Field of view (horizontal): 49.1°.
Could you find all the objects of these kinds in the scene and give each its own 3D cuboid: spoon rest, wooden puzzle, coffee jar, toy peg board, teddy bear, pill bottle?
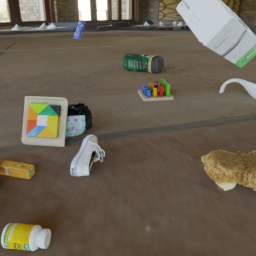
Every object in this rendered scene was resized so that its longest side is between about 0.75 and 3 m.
[{"bbox_3d":[5.789,-1.903,13.489,2.549,0.773,1.266,12,27,28],"label":"spoon rest"},{"bbox_3d":[-2.633,-0.209,8.778,1.427,1.542,0.287,3,2,7],"label":"wooden puzzle"},{"bbox_3d":[1.016,-4.214,18.237,2.517,1.074,1.312,12,26,26],"label":"coffee jar"},{"bbox_3d":[1.319,-1.878,13.500,1.432,0.703,1.438,-4,24,-9],"label":"toy peg board"},{"bbox_3d":[3.101,1.140,6.843,2.617,0.874,1.897,-3,31,-26],"label":"teddy bear"},{"bbox_3d":[-1.855,2.006,5.154,0.791,0.446,0.446,3,24,5],"label":"pill bottle"}]

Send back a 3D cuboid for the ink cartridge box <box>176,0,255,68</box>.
[{"bbox_3d":[2.979,-3.199,8.942,2.555,1.074,1.865,8,48,-46],"label":"ink cartridge box"}]

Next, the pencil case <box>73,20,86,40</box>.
[{"bbox_3d":[-1.994,-4.022,11.533,0.311,0.797,0.346,10,31,-31],"label":"pencil case"}]

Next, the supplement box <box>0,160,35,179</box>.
[{"bbox_3d":[-2.937,1.092,7.368,0.920,0.317,0.306,5,25,15],"label":"supplement box"}]

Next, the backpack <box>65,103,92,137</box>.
[{"bbox_3d":[-2.085,-0.254,9.491,1.622,1.026,1.353,-7,12,-15],"label":"backpack"}]

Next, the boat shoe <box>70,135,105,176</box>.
[{"bbox_3d":[-0.970,0.734,7.775,0.723,0.627,1.696,4,27,10],"label":"boat shoe"}]
